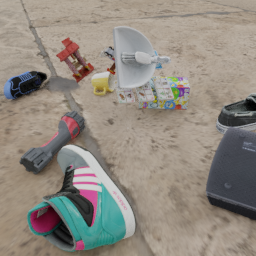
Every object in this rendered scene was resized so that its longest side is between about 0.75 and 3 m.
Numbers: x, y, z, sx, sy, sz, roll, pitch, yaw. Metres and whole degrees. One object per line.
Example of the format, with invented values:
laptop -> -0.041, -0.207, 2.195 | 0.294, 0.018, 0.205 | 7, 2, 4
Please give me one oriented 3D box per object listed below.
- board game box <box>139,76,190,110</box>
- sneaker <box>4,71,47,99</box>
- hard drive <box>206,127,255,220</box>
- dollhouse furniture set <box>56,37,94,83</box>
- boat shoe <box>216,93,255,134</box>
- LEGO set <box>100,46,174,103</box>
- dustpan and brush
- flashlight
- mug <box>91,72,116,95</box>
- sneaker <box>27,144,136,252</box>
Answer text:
board game box -> 1.305, -1.319, 10.373 | 1.768, 0.910, 0.927 | 2, 34, 3
sneaker -> -4.047, -1.789, 11.211 | 0.842, 0.758, 2.162 | 1, 32, 14
hard drive -> 3.150, 1.089, 7.045 | 1.975, 0.620, 2.928 | 16, 37, 22
dollhouse furniture set -> -1.567, -1.958, 7.685 | 0.607, 0.803, 1.493 | -38, 41, -2
boat shoe -> 4.218, -0.651, 9.283 | 2.954, 1.009, 1.091 | -12, 36, -17
LEGO set -> 0.237, -1.984, 9.698 | 1.998, 0.657, 2.675 | -8, 68, -22
dustpan and brush -> 0.599, -2.238, 9.113 | 0.750, 1.829, 2.621 | -2, 7, 31
flashlight -> -2.138, 0.356, 8.088 | 0.770, 0.767, 2.266 | 44, 46, -3
mug -> -1.062, -1.856, 11.340 | 0.824, 0.804, 1.004 | 4, 27, 20
sneaker -> -1.346, 1.481, 6.034 | 1.761, 1.220, 2.917 | -13, 36, -34
